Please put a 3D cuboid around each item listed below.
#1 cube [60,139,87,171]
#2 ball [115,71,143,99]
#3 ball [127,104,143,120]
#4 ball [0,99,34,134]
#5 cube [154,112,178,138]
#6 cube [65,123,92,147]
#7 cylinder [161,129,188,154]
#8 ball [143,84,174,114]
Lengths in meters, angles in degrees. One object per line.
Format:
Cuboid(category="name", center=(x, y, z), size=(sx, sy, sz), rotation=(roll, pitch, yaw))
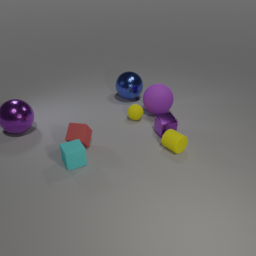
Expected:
Cuboid(category="cube", center=(-1.866, 0.911, 9.571), size=(0.700, 0.700, 0.700), rotation=(-15, 33, -23))
Cuboid(category="ball", center=(0.065, -2.150, 14.168), size=(1.400, 1.400, 1.400), rotation=(0, 30, 0))
Cuboid(category="ball", center=(0.326, -0.702, 12.420), size=(0.700, 0.700, 0.700), rotation=(0, 30, 0))
Cuboid(category="ball", center=(-4.513, -0.464, 11.290), size=(1.400, 1.400, 1.400), rotation=(0, 30, 0))
Cuboid(category="cube", center=(1.521, -0.122, 11.322), size=(0.700, 0.700, 0.700), rotation=(-11, 40, -18))
Cuboid(category="cube", center=(-1.809, 0.265, 10.376), size=(0.700, 0.700, 0.700), rotation=(5, 70, 14))
Cuboid(category="cylinder", center=(1.713, 0.486, 10.310), size=(0.700, 0.700, 0.700), rotation=(-22, 38, -33))
Cuboid(category="ball", center=(1.377, -1.324, 12.823), size=(1.400, 1.400, 1.400), rotation=(0, 30, 0))
